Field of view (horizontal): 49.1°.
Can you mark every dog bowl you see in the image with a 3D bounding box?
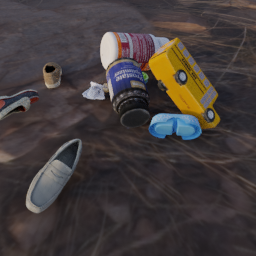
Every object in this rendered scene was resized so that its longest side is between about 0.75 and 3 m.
[{"bbox_3d":[1.280,-0.055,7.651,1.401,0.781,0.347,3,55,6],"label":"dog bowl"}]

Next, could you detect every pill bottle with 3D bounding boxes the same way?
[{"bbox_3d":[0.324,-2.839,10.488,2.466,1.351,1.351,-6,38,-25],"label":"pill bottle"},{"bbox_3d":[0.020,-1.078,8.523,1.152,1.152,2.060,-7,55,-9],"label":"pill bottle"}]

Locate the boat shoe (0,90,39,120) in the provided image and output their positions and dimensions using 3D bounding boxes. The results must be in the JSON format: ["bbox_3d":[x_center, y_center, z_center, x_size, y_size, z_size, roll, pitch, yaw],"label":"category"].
[{"bbox_3d":[-3.294,-0.694,8.362,0.568,0.646,1.815,49,30,4],"label":"boat shoe"}]

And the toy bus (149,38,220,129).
[{"bbox_3d":[1.644,-1.121,7.709,0.976,2.493,0.811,-51,20,-27],"label":"toy bus"}]

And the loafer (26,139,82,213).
[{"bbox_3d":[-1.623,0.988,6.350,0.685,0.683,1.959,32,46,-10],"label":"loafer"}]

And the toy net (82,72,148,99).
[{"bbox_3d":[-0.522,-1.601,9.606,2.413,0.466,1.266,-19,49,-31],"label":"toy net"}]

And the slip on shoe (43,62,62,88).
[{"bbox_3d":[-2.854,-2.131,10.403,0.697,0.555,1.833,-10,37,-6],"label":"slip on shoe"}]
